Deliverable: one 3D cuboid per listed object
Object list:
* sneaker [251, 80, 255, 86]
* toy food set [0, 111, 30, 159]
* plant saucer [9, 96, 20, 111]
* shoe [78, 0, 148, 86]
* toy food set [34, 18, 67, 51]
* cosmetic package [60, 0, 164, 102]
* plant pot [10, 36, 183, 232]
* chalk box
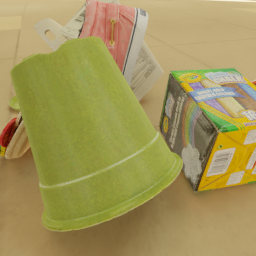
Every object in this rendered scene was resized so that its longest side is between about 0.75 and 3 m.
[{"bbox_3d":[2.654,-0.504,7.096,1.186,1.116,2.897,-33,21,-16],"label":"sneaker"},{"bbox_3d":[-2.012,-0.239,5.887,0.502,2.065,2.044,33,49,-9],"label":"toy food set"},{"bbox_3d":[-2.943,-0.789,8.445,1.203,0.187,1.203,-2,33,1],"label":"plant saucer"},{"bbox_3d":[-0.608,-1.343,6.476,1.357,2.983,1.066,10,29,-13],"label":"shoe"},{"bbox_3d":[-1.618,-2.408,9.294,2.677,0.809,1.921,22,21,-52],"label":"toy food set"},{"bbox_3d":[-0.326,-2.064,7.803,1.496,2.843,1.011,-49,45,-6],"label":"cosmetic package"},{"bbox_3d":[-0.667,-0.078,4.359,2.380,2.260,2.380,-22,9,4],"label":"plant pot"},{"bbox_3d":[1.679,-0.224,5.767,1.561,1.569,2.522,-6,40,-14],"label":"chalk box"}]
